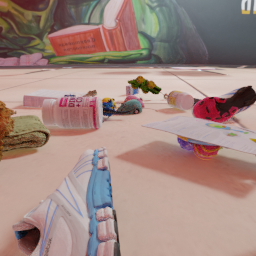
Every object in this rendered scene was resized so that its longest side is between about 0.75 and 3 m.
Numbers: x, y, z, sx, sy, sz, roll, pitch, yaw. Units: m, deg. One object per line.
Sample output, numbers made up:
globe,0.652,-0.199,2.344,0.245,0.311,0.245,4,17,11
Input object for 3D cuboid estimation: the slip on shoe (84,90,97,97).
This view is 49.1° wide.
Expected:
slip on shoe,-1.938,-1.755,14.163,0.896,0.271,0.340,-14,21,-40

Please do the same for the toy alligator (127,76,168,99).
toy alligator,0.999,-1.923,12.963,2.194,0.527,0.727,20,-29,-20

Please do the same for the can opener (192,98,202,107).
can opener,2.531,-0.965,11.371,0.511,0.408,1.529,-42,32,-17

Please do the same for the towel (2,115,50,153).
towel,-3.344,0.203,6.658,2.706,0.494,2.008,-10,18,-23

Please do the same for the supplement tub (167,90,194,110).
supplement tub,2.021,-1.069,10.830,0.704,0.704,0.969,-7,16,-22

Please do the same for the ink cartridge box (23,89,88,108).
ink cartridge box,-3.019,-1.235,11.983,2.239,0.639,1.820,9,16,5

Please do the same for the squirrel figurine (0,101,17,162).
squirrel figurine,-2.995,0.031,4.606,1.477,1.949,2.088,10,19,33

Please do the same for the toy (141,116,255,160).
toy,1.845,0.311,6.048,2.783,0.657,1.603,11,16,40

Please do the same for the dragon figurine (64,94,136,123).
dragon figurine,-0.965,-0.608,9.141,2.282,0.672,1.135,17,19,10

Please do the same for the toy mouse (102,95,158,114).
toy mouse,0.061,-0.938,10.815,2.243,0.488,2.524,6,17,19

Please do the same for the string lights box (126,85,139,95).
string lights box,0.258,-2.003,14.633,0.284,0.495,0.963,9,18,30

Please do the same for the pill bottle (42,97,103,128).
pill bottle,-1.612,-0.456,8.261,1.648,0.934,0.934,0,16,1

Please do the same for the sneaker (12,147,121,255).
sneaker,-0.706,0.947,3.316,1.132,0.979,2.613,-7,16,-4

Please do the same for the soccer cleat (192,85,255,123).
soccer cleat,3.116,-0.620,9.317,2.663,0.930,1.150,-19,-13,-22
